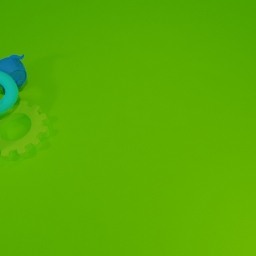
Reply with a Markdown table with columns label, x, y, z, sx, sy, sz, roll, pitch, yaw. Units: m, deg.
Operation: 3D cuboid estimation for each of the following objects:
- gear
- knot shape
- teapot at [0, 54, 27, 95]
| label | x | y | z | sx | sy | sz | roll | pitch | yaw |
| --- | --- | --- | --- | --- | --- | --- | --- | --- | --- |
| gear | -3.040 | 0.037 | 7.624 | 1.716 | 0.317 | 1.716 | 0 | 59 | 0 |
| knot shape | -3.738 | -0.443 | 7.096 | 1.980 | 0.915 | 1.853 | -35 | 41 | 14 |
| teapot | -3.290 | -1.537 | 7.946 | 0.755 | 1.543 | 0.959 | 41 | 32 | 17 |
